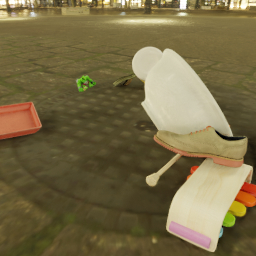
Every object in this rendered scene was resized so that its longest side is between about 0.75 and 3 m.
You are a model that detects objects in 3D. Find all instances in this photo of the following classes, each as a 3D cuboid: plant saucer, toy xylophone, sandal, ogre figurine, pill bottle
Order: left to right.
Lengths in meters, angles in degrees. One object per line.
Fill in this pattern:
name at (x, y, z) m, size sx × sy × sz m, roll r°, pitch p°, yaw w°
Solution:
plant saucer at (-3.518, -0.180, 8.286) m, size 1.637 × 0.301 × 1.640 m, roll -12°, pitch 36°, yaw -23°
ogre figurine at (-1.723, -1.815, 11.264) m, size 0.855 × 0.513 × 0.420 m, roll -33°, pitch 2°, yaw -19°
sandal at (-0.001, -2.042, 12.037) m, size 1.365 × 0.390 × 0.542 m, roll -20°, pitch 17°, yaw -6°
pill bottle at (0.990, -2.322, 11.112) m, size 1.252 × 1.252 × 2.249 m, roll 7°, pitch 2°, yaw 14°
toy xylophone at (1.482, 1.147, 5.439) m, size 1.774 × 0.609 × 2.423 m, roll 22°, pitch 32°, yaw 39°

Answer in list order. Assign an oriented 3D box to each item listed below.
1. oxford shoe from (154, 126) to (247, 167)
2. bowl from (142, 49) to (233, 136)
oxford shoe at (1.437, 0.221, 5.597) m, size 1.803 × 0.674 × 0.635 m, roll 13°, pitch 20°, yaw 7°
bowl at (1.211, -0.400, 6.917) m, size 1.271 × 2.827 × 2.827 m, roll -34°, pitch 28°, yaw 6°
